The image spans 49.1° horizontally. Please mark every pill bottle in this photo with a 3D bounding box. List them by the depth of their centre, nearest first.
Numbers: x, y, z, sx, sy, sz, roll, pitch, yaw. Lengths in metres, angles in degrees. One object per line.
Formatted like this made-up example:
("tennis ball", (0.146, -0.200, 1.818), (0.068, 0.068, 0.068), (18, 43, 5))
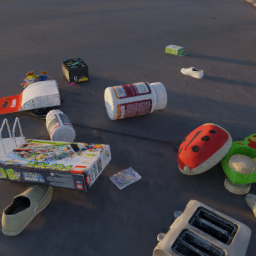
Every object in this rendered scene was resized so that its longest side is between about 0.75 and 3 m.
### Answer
("pill bottle", (-2.428, -0.041, 9.920), (0.827, 0.827, 1.427), (-13, 35, -19))
("pill bottle", (0.309, -1.132, 11.156), (2.254, 1.287, 1.287), (-11, 35, -16))

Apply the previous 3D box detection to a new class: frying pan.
("frying pan", (-3.322, -0.763, 11.531), (1.078, 0.290, 1.783), (-2, 22, -3))

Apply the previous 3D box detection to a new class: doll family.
("doll family", (-4.283, -2.359, 13.482), (1.733, 0.781, 1.075), (-3, 36, -9))

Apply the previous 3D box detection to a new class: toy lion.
("toy lion", (4.306, 0.897, 8.557), (2.897, 0.995, 2.777), (4, 26, 6))

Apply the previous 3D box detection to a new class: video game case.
("video game case", (-0.075, 1.476, 8.290), (0.775, 0.070, 0.555), (-22, 39, -30))

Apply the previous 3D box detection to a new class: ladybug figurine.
("ladybug figurine", (2.257, 0.564, 8.531), (1.540, 0.816, 2.269), (-16, 19, 45))

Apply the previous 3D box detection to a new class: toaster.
("toaster", (1.533, 2.571, 5.720), (1.772, 1.051, 1.602), (23, 41, 30))

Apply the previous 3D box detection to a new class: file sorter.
("file sorter", (-4.367, 0.364, 9.132), (1.637, 1.019, 1.136), (-6, 33, -9))

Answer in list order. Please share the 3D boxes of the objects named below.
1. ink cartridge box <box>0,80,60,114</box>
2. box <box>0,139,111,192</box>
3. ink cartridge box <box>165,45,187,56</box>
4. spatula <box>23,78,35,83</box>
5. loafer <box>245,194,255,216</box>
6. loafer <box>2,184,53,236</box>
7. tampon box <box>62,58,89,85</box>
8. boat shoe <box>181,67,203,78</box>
("ink cartridge box", (-4.269, -1.387, 12.022), (2.536, 0.724, 2.061), (-6, 27, -16))
("box", (-2.154, 0.982, 8.083), (2.958, 0.514, 1.628), (2, 26, 20))
("ink cartridge box", (3.084, -4.945, 17.829), (1.253, 0.372, 0.650), (25, 41, 33))
("spatula", (-4.522, -2.111, 13.677), (1.728, 0.178, 0.488), (28, 45, 35))
("loafer", (3.348, 2.112, 7.021), (0.398, 0.399, 1.140), (-7, 34, -24))
("loafer", (-2.519, 1.887, 7.147), (0.675, 0.609, 1.784), (9, 33, 14))
("tampon box", (-2.669, -2.870, 14.200), (1.024, 0.863, 1.366), (-14, 36, -20))
("boat shoe", (3.422, -3.020, 14.829), (1.315, 0.430, 0.484), (25, 41, 33))
